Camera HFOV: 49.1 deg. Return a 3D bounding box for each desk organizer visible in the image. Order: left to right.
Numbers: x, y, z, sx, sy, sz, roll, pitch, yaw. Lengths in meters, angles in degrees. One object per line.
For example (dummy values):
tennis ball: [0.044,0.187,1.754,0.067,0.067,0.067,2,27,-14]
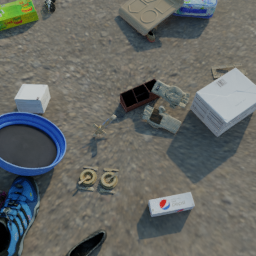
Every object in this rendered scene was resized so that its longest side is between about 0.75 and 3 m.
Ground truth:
desk organizer: [0.494,-1.285,11.009,1.617,0.622,0.580,-26,65,-13]

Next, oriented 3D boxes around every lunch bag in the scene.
lunch bag: [3.136,-6.121,13.495,2.142,0.883,1.722,4,60,2]

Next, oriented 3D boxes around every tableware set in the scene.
tableware set: [-1.016,1.719,9.578,1.327,0.266,0.877,6,62,3]

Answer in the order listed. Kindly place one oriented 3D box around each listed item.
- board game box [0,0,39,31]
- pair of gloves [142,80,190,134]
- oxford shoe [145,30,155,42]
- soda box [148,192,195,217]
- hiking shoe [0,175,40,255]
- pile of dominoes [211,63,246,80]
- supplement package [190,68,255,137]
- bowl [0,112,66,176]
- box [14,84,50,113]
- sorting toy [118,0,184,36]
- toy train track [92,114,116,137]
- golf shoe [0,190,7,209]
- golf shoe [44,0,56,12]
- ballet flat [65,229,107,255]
board game box: [-5.502,-5.388,13.303,2.191,0.522,1.113,-21,64,-11]
pair of gloves: [1.439,-0.788,10.646,1.476,0.304,1.736,21,87,4]
oxford shoe: [0.915,-4.427,12.849,0.377,0.400,1.070,-31,66,-15]
soda box: [1.388,2.479,9.063,1.405,0.447,0.478,-10,62,-5]
hiking shoe: [-3.448,2.718,8.459,1.088,1.268,2.925,3,61,2]
pile of dominoes: [4.276,-2.207,11.832,1.349,0.215,1.051,-5,62,7]
supplement package: [3.705,-0.977,10.543,2.042,1.132,1.591,-31,67,-17]
bowl: [-3.361,0.505,9.342,2.549,0.500,2.549,20,37,-16]
box: [-3.637,-1.133,10.750,1.010,0.660,1.005,3,43,2]
sorting toy: [1.056,-5.641,13.151,2.444,0.446,2.262,-41,62,0]
toy train track: [-0.873,-0.049,10.199,0.664,1.159,0.188,40,21,-20]
golf shoe: [-4.747,3.078,8.515,1.193,0.940,2.590,7,52,10]
golf shoe: [-3.859,-6.075,13.808,0.511,0.420,1.081,-13,60,16]
ballet flat: [-1.344,3.629,8.419,1.670,0.474,0.555,-38,68,-19]
